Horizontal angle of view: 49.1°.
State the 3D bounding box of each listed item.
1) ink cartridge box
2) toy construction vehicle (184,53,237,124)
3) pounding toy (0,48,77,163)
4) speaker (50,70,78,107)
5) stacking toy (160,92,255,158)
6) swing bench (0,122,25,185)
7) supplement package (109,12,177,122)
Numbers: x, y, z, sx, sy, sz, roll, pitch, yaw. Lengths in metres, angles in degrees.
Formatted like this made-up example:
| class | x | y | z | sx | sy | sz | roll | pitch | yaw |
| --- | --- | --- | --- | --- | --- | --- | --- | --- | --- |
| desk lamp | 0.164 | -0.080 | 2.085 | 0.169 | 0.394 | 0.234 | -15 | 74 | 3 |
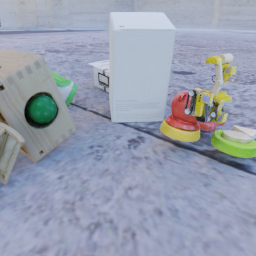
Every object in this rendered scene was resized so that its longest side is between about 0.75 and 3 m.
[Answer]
| class | x | y | z | sx | sy | sz | roll | pitch | yaw |
| --- | --- | --- | --- | --- | --- | --- | --- | --- | --- |
| ink cartridge box | -0.362 | -2.016 | 11.040 | 1.478 | 0.864 | 2.547 | -17 | 31 | -30 |
| toy construction vehicle | 1.628 | -0.631 | 5.107 | 1.198 | 1.376 | 0.485 | -14 | 32 | -43 |
| pounding toy | -2.417 | -0.474 | 5.744 | 2.385 | 2.195 | 1.695 | 21 | 51 | 41 |
| speaker | -2.732 | -1.468 | 8.725 | 2.194 | 0.970 | 0.970 | 27 | 16 | -19 |
| stacking toy | 2.065 | -0.305 | 6.454 | 2.074 | 0.967 | 2.291 | 20 | 24 | 22 |
| swing bench | -2.471 | 0.591 | 4.414 | 0.813 | 1.246 | 1.253 | 39 | 34 | 7 |
| supplement package | 0.267 | -1.653 | 7.744 | 1.547 | 2.637 | 1.541 | -1 | 37 | -6 |
